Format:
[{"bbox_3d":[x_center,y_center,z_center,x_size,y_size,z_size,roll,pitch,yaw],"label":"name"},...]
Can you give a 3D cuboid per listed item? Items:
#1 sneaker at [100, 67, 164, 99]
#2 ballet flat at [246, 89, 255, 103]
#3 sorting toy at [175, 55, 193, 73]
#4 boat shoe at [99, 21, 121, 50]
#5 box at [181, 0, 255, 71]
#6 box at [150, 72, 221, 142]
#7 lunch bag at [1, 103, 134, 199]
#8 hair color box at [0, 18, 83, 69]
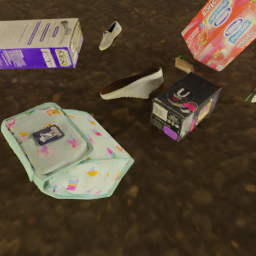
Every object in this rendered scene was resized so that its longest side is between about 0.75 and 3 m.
[{"bbox_3d":[0.152,-0.988,7.538,1.742,0.738,0.634,-18,35,5],"label":"sneaker"},{"bbox_3d":[3.395,-0.879,7.352,0.277,0.815,0.279,-14,56,-26],"label":"ballet flat"},{"bbox_3d":[1.727,-1.962,8.633,0.594,0.118,0.804,22,43,-11],"label":"sorting toy"},{"bbox_3d":[-0.641,-3.032,9.135,0.373,0.380,1.068,26,75,39],"label":"boat shoe"},{"bbox_3d":[2.914,-3.051,7.875,1.227,2.570,1.281,14,46,-33],"label":"box"},{"bbox_3d":[1.434,-0.574,7.048,0.965,0.838,1.579,37,58,27],"label":"box"},{"bbox_3d":[-1.182,0.441,5.349,1.741,1.246,2.044,44,19,32],"label":"lunch bag"},{"bbox_3d":[-2.810,-2.542,8.462,2.631,0.853,1.438,0,52,8],"label":"hair color box"}]
